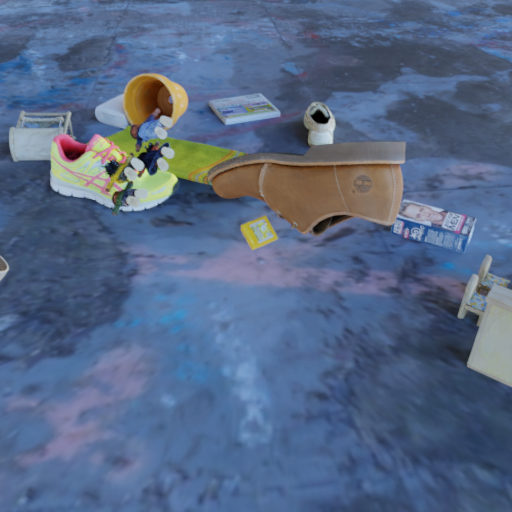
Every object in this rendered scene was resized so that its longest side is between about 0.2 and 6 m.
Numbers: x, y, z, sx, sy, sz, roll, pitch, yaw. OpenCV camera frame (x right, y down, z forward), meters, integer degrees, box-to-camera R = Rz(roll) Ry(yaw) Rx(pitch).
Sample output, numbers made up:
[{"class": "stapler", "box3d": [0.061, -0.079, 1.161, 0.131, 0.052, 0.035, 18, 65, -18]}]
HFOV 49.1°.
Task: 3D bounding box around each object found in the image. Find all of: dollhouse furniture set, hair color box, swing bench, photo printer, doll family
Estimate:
[{"class": "dollhouse furniture set", "box3d": [3.636, 0.675, 7.510, 1.611, 1.221, 1.838, 24, 43, 28]}, {"class": "hair color box", "box3d": [3.089, -0.527, 9.783, 1.294, 0.392, 0.647, 17, 41, 21]}, {"class": "swing bench", "box3d": [-4.677, -2.616, 12.263, 1.113, 0.726, 1.119, -1, 38, -2]}, {"class": "photo printer", "box3d": [-3.174, -3.610, 13.803, 1.026, 0.428, 1.233, 20, 42, 24]}, {"class": "doll family", "box3d": [-1.575, -1.256, 7.384, 1.508, 0.592, 0.871, -55, 28, -17]}]

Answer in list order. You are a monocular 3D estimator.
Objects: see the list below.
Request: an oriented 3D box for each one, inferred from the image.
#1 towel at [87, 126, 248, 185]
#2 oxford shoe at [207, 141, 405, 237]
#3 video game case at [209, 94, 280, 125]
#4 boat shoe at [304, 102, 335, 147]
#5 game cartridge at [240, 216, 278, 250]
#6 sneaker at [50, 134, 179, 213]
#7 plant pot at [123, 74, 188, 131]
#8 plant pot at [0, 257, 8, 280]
[{"class": "towel", "box3d": [-1.404, -2.030, 11.500, 4.203, 0.379, 1.809, 15, 27, 20]}, {"class": "oxford shoe", "box3d": [0.520, -0.955, 8.473, 1.312, 1.311, 3.678, -11, 11, -40]}, {"class": "video game case", "box3d": [-0.312, -3.727, 14.188, 1.451, 0.160, 1.321, -13, 39, -17]}, {"class": "boat shoe", "box3d": [1.497, -3.220, 13.095, 0.738, 0.665, 2.046, 3, 37, 4]}, {"class": "game cartridge", "box3d": [0.040, -0.348, 8.357, 0.468, 0.076, 0.413, -24, 82, -29]}, {"class": "sneaker", "box3d": [-2.767, -1.648, 10.578, 2.700, 1.219, 1.055, 10, 37, 10]}, {"class": "plant pot", "box3d": [-2.261, -3.638, 13.269, 1.336, 1.336, 1.224, 12, 23, 15]}, {"class": "plant pot", "box3d": [-4.629, 0.276, 7.904, 1.752, 1.752, 1.176, 32, 91, 35]}]
